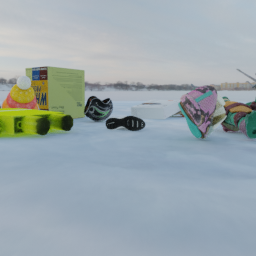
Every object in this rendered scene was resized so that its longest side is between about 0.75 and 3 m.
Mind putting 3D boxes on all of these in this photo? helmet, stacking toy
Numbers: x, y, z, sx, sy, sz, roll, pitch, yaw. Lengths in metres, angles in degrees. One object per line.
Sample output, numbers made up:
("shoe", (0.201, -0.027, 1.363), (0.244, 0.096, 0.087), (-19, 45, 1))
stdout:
("helmet", (-1.080, -0.740, 10.647), (0.978, 1.026, 1.026), (21, -1, -21))
("stacking toy", (-3.563, -1.073, 9.499), (1.288, 1.288, 1.763), (-4, -31, -30))

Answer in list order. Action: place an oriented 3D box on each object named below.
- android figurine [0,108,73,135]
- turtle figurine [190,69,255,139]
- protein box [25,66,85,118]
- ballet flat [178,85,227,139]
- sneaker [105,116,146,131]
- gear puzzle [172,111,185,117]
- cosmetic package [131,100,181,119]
("android figurine", (-3.075, -0.186, 7.762), (2.938, 0.603, 2.674), (4, 8, 26))
("turtle figurine", (2.961, -0.569, 7.508), (2.170, 1.459, 2.899), (-16, 25, -6))
("protein box", (-3.096, -1.483, 12.142), (1.436, 2.128, 2.112), (5, 8, 34))
("ballet flat", (1.606, -0.306, 5.833), (0.861, 0.837, 2.420), (-29, -16, 10))
("sneaker", (-0.043, -0.146, 8.191), (1.199, 0.443, 0.475), (3, 3, 24))
("gear puzzle", (2.369, -0.648, 13.251), (2.151, 0.282, 1.114), (-4, 13, -2))
("cosmetic package", (1.341, -0.879, 12.761), (1.595, 0.546, 2.115), (6, 17, 30))
